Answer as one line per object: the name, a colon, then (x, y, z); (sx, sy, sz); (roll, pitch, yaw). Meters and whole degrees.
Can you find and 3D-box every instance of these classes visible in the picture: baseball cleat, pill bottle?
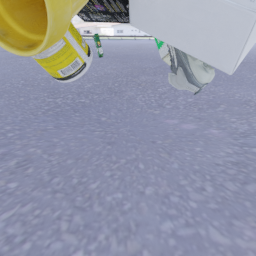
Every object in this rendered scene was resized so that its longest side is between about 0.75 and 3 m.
baseball cleat: (1.181, -1.773, 6.942); (0.760, 1.160, 2.180); (-6, 57, -39)
pill bottle: (-1.758, -2.041, 6.132); (1.191, 2.084, 1.191); (-11, 60, 19)

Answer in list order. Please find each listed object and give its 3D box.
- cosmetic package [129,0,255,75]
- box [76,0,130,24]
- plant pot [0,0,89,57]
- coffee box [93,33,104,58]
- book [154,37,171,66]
cosmetic package: (1.333, -2.188, 4.353); (1.933, 1.192, 1.940); (33, 66, 19)
box: (-0.655, -3.204, 6.917); (1.860, 0.505, 2.322); (8, 4, 14)
plant pot: (-1.214, -1.906, 3.803); (1.428, 1.428, 1.344); (11, 42, 25)
coffee box: (-1.114, -3.121, 10.607); (0.177, 0.806, 0.496); (-16, 2, -9)
book: (2.229, -3.783, 9.614); (0.718, 2.989, 1.997); (28, 37, -38)
